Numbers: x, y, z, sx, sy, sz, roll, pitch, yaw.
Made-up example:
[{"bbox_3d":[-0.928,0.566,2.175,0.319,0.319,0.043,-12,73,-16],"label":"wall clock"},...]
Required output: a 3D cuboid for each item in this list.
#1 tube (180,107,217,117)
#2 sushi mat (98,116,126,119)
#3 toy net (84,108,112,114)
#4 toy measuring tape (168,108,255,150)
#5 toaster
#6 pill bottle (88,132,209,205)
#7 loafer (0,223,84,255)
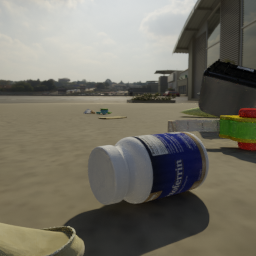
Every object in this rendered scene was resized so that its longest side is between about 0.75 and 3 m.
[{"bbox_3d":[3.379,-0.709,12.352,2.126,0.617,0.552,0,50,21],"label":"tube"},{"bbox_3d":[-0.625,-0.428,11.491,1.151,0.070,0.550,-6,8,-45],"label":"sushi mat"},{"bbox_3d":[-1.648,-0.907,14.905,1.532,0.296,0.804,2,7,25],"label":"toy net"},{"bbox_3d":[1.640,0.005,4.621,1.983,0.729,0.729,1,6,11],"label":"toy measuring tape"},{"bbox_3d":[3.396,-1.147,8.551,2.229,1.323,2.016,19,30,20],"label":"toaster"},{"bbox_3d":[0.172,0.319,2.295,0.911,0.527,0.527,-5,8,-33],"label":"pill bottle"},{"bbox_3d":[-0.628,0.544,1.232,0.879,0.300,0.333,-2,6,-20],"label":"loafer"}]
